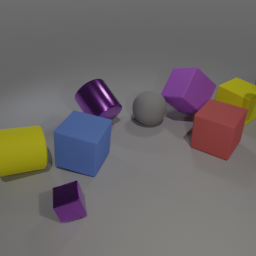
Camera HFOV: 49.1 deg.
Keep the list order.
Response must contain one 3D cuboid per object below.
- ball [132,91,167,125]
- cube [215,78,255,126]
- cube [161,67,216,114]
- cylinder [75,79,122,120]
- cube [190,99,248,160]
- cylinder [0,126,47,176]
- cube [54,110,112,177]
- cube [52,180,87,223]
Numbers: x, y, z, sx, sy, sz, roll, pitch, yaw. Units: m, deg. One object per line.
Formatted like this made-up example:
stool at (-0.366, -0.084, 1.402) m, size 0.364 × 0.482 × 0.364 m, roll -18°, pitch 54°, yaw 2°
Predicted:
ball at (0.878, -0.819, 11.387) m, size 1.400 × 1.400 × 1.400 m, roll 0°, pitch 32°, yaw 0°
cube at (4.520, -1.046, 11.547) m, size 1.400 × 1.400 × 1.400 m, roll -24°, pitch 45°, yaw -36°
cube at (2.470, -1.527, 11.548) m, size 1.400 × 1.400 × 1.400 m, roll 32°, pitch -10°, yaw -32°
cylinder at (-1.177, -0.986, 11.136) m, size 1.400 × 1.400 × 1.400 m, roll -25°, pitch 72°, yaw -35°
cube at (3.204, 0.017, 9.925) m, size 1.400 × 1.400 × 1.400 m, roll 21°, pitch 40°, yaw 30°
cylinder at (-3.381, 0.690, 8.702) m, size 1.400 × 1.400 × 1.400 m, roll -7°, pitch 31°, yaw -29°
cube at (-1.434, 0.477, 9.091) m, size 1.400 × 1.400 × 1.400 m, roll 14°, pitch 34°, yaw 10°
cube at (-1.537, 1.941, 7.379) m, size 0.700 × 0.700 × 0.700 m, roll -16°, pitch 38°, yaw -4°
